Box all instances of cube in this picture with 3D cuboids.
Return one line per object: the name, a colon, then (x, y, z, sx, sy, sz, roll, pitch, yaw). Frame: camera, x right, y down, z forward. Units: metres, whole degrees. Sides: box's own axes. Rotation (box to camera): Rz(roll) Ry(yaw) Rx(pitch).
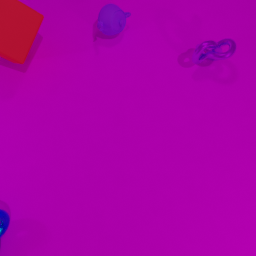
cube: (-3.135, -2.520, 7.081, 1.331, 1.331, 1.331, 24, 90, -33)

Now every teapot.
teapot: (-0.435, -3.029, 7.929, 0.679, 0.863, 1.387, 26, 50, 35)

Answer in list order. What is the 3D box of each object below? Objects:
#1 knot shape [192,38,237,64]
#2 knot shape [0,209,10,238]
knot shape: (2.183, -2.051, 7.521, 1.111, 1.187, 0.549, -16, 102, -30)
knot shape: (-3.165, 2.406, 5.840, 1.420, 0.656, 1.329, -10, 93, -22)
